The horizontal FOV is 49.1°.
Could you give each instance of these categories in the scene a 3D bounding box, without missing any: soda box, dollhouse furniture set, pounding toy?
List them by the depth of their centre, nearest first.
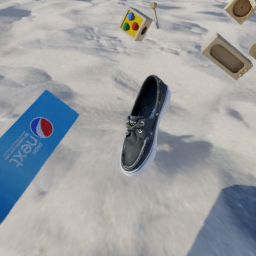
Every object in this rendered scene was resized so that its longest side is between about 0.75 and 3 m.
[{"bbox_3d":[-1.558,0.388,4.075,0.700,0.663,2.065,38,47,-12],"label":"soda box"},{"bbox_3d":[2.425,-1.697,5.846,1.472,1.548,1.261,32,39,-17],"label":"dollhouse furniture set"},{"bbox_3d":[0.352,-2.720,7.053,0.878,1.000,0.457,40,31,16],"label":"pounding toy"}]

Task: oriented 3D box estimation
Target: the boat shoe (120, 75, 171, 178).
[{"bbox_3d":[0.182,-0.071,3.578,0.480,0.455,1.372,12,70,36],"label":"boat shoe"}]
